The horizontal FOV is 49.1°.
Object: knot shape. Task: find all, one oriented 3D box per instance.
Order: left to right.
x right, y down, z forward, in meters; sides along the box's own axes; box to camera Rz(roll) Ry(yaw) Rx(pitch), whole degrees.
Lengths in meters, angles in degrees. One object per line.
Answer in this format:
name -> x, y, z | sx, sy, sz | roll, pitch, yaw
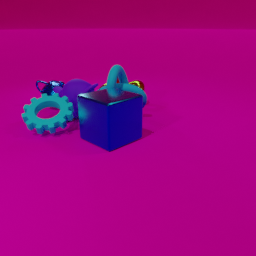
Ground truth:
knot shape -> -0.177, -0.877, 8.270 | 1.585, 1.694, 0.783 | 22, 1, -33
knot shape -> -0.158, -1.391, 10.256 | 1.705, 0.788, 1.596 | 5, 22, 14

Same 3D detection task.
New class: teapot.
teapot -> -2.336, -1.200, 9.526 | 1.646, 0.806, 1.023 | 20, 27, -25

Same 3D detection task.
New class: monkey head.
monkey head -> -1.642, -0.859, 8.423 | 1.850, 1.115, 1.331 | 3, 25, 37

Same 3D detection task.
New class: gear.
gear -> -2.130, -0.411, 7.497 | 1.306, 0.241, 1.306 | 0, 49, 0

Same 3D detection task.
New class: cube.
cube -> -0.428, -0.267, 6.920 | 1.146, 1.146, 1.146 | 20, 29, 41
